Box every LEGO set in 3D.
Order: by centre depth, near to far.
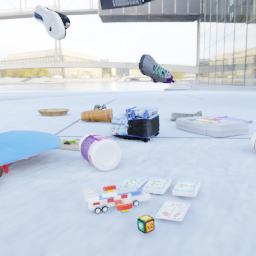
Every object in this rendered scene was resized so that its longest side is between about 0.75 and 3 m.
[{"bbox_3d":[0.255,0.956,4.215,1.366,0.449,1.828,0,9,24],"label":"LEGO set"}]

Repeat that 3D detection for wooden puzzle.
[{"bbox_3d":[-1.377,0.440,7.895,1.529,0.179,1.031,3,10,14],"label":"wooden puzzle"}]

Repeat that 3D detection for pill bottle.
[{"bbox_3d":[-0.674,0.481,6.174,0.659,0.659,1.183,-5,11,-27],"label":"pill bottle"}]

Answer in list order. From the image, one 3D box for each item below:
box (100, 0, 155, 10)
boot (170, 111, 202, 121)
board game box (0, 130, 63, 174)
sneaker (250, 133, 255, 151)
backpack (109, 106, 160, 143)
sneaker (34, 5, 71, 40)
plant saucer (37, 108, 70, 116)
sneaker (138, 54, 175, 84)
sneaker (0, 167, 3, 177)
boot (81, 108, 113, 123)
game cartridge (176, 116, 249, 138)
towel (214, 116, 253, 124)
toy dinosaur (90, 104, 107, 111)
[{"bbox_3d":[0.024,-3.268,6.668,1.088,0.639,1.070,6,32,28],"label":"box"},{"bbox_3d":[2.698,-0.522,12.923,1.359,0.493,1.236,-4,6,20],"label":"boot"},{"bbox_3d":[-2.696,0.614,6.049,2.026,0.499,2.564,12,18,36],"label":"board game box"},{"bbox_3d":[4.110,0.370,7.178,1.906,0.691,1.087,-17,24,-36],"label":"sneaker"},{"bbox_3d":[0.168,-0.162,8.985,1.505,1.012,1.374,3,11,22],"label":"backpack"},{"bbox_3d":[-2.251,-3.487,9.354,1.097,0.716,1.961,-2,40,-46],"label":"sneaker"},{"bbox_3d":[-3.962,-0.831,14.931,1.686,0.299,1.686,0,10,0],"label":"plant saucer"},{"bbox_3d":[1.318,-2.514,12.087,1.058,0.900,2.418,16,1,26],"label":"sneaker"},{"bbox_3d":[-2.394,0.949,4.771,0.367,0.343,0.973,22,16,8],"label":"sneaker"},{"bbox_3d":[-1.376,-0.508,12.190,1.356,0.646,1.753,-1,-2,-13],"label":"boot"},{"bbox_3d":[2.919,-0.087,10.271,1.587,0.487,2.384,-10,13,-27],"label":"game cartridge"},{"bbox_3d":[4.578,-0.351,12.501,1.113,0.183,1.537,-6,11,-27],"label":"towel"},{"bbox_3d":[-1.729,-1.184,16.667,0.836,0.450,1.897,-14,10,3],"label":"toy dinosaur"}]
